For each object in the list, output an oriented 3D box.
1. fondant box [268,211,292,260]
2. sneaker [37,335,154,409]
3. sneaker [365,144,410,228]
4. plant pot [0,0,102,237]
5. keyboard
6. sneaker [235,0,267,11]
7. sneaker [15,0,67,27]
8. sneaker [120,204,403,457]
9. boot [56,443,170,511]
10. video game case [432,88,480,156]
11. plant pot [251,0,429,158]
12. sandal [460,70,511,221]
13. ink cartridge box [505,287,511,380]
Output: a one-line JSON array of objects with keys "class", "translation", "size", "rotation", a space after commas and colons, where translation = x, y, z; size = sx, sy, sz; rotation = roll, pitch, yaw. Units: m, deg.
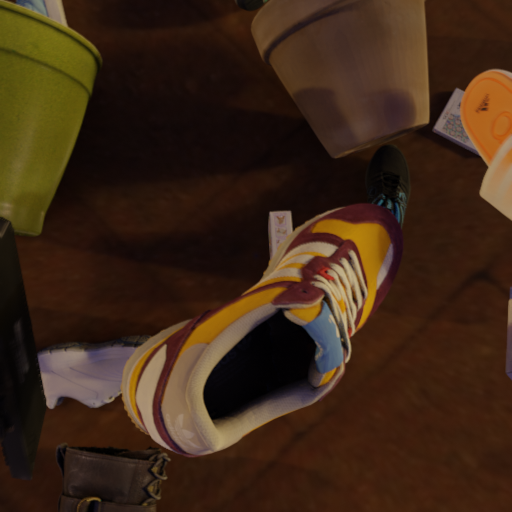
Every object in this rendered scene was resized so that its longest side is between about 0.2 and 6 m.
[{"class": "fondant box", "translation": [0.377, 0.005, 8.307], "size": [0.334, 0.827, 1.146], "rotation": [-4, 76, -1]}, {"class": "sneaker", "translation": [-2.067, 1.655, 8.034], "size": [2.154, 0.802, 0.938], "rotation": [-6, 90, 3]}, {"class": "sneaker", "translation": [2.036, -0.849, 8.534], "size": [0.720, 0.806, 1.967], "rotation": [7, 76, 2]}, {"class": "plant pot", "translation": [-3.857, -1.739, 7.934], "size": [2.876, 2.876, 2.769], "rotation": [7, 87, 2]}, {"class": "keyboard", "translation": [-2.483, 1.054, 5.507], "size": [0.328, 1.535, 2.557], "rotation": [-4, 118, -9]}, {"class": "sneaker", "translation": [-0.083, -5.092, 9.712], "size": [0.925, 0.786, 2.113], "rotation": [19, 66, 15]}, {"class": "sneaker", "translation": [-3.743, -4.198, 9.366], "size": [0.906, 0.818, 2.212], "rotation": [-15, 76, -8]}, {"class": "sneaker", "translation": [0.494, 0.547, 4.970], "size": [3.377, 1.522, 1.266], "rotation": [-37, 105, -27]}, {"class": "boot", "translation": [-1.532, 3.784, 7.288], "size": [2.816, 0.975, 2.452], "rotation": [10, 77, 5]}, {"class": "video game case", "translation": [3.523, -2.197, 9.226], "size": [0.956, 0.113, 0.870], "rotation": [30, 78, 7]}, {"class": "plant pot", "translation": [1.512, -2.779, 8.353], "size": [2.593, 2.593, 2.250], "rotation": [-20, 93, -5]}, {"class": "sandal", "translation": [2.912, -1.095, 6.233], "size": [0.944, 1.262, 3.294], "rotation": [5, 39, -22]}, {"class": "ink cartridge box", "translation": [3.496, 0.810, 6.707], "size": [0.317, 0.901, 1.510], "rotation": [45, 42, -18]}]
